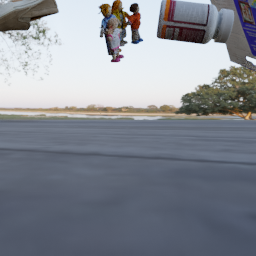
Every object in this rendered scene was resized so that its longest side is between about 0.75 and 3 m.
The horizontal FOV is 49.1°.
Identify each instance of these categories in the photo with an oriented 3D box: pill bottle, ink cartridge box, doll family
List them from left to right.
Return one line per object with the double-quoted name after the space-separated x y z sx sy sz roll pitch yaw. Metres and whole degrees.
-0.323 -2.468 6.834 0.853 1.175 1.894 10 40 23 "doll family"
1.550 -2.489 6.645 1.661 0.910 0.910 9 3 4 "pill bottle"
3.525 -2.946 8.010 0.646 2.976 2.948 -32 31 1 "ink cartridge box"

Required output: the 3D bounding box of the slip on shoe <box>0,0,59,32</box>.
-2.913 -2.933 7.446 0.944 0.753 2.484 1 39 48 "slip on shoe"
